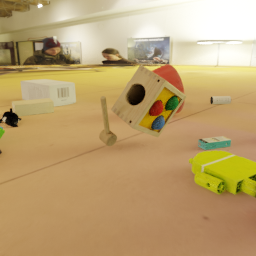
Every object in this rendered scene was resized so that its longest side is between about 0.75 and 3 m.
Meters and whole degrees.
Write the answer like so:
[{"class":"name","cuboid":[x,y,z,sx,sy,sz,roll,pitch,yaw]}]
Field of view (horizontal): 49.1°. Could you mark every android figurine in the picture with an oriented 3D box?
[{"class":"android figurine","cuboid":[1.907,0.822,5.333,1.481,0.334,1.627,-12,20,-35]}]

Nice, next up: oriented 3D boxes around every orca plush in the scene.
[{"class":"orca plush","cuboid":[-4.004,-0.412,9.400,0.737,0.498,1.402,-4,16,-15]}]

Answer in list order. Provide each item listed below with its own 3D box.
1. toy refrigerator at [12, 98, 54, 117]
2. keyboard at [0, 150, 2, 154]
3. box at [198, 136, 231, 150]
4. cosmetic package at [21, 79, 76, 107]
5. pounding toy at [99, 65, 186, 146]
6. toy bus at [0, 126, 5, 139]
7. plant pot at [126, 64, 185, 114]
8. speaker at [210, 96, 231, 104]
[{"class":"toy refrigerator","cuboid":[-3.639,-0.785,10.775,1.440,0.504,0.547,-10,26,-30]},{"class":"keyboard","cuboid":[-3.534,0.751,5.783,1.147,0.245,1.910,-1,15,-3]},{"class":"box","cuboid":[2.208,0.382,7.144,0.788,0.194,0.324,-6,17,-20]},{"class":"cosmetic package","cuboid":[-3.779,-1.699,13.125,1.380,1.005,2.715,-14,19,-42]},{"class":"pounding toy","cuboid":[0.200,-0.306,6.677,0.958,2.095,1.840,40,12,33]},{"class":"toy bus","cuboid":[-4.422,-0.044,7.008,1.961,1.074,2.078,28,-8,11]},{"class":"plant pot","cuboid":[0.916,-1.234,10.274,1.655,1.870,1.870,-17,20,-16]},{"class":"speaker","cuboid":[4.192,-1.262,12.693,0.875,0.355,0.355,-2,16,-7]}]
